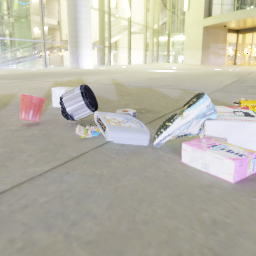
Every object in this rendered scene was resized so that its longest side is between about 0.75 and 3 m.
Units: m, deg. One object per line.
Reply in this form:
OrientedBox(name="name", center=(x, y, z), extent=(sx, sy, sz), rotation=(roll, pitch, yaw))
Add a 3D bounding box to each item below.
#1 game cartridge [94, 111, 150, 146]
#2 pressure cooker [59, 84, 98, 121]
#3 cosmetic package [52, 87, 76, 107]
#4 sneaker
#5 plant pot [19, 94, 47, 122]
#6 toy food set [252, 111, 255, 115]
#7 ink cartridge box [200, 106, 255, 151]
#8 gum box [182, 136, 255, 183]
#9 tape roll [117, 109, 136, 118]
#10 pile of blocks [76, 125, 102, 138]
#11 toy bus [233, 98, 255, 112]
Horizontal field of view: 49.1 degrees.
OrientedBox(name="game cartridge", center=(-0.211, -0.042, 10.027), extent=(1.628, 0.508, 2.445), rotation=(2, 18, -19))
OrientedBox(name="pressure cooker", center=(-2.189, -1.035, 11.921), extent=(1.505, 1.344, 1.323), rotation=(-23, 1, 14))
OrientedBox(name="cosmetic package", center=(-3.165, -1.684, 15.404), extent=(1.923, 1.085, 0.780), rotation=(7, 17, 17))
OrientedBox(name="sneaker", center=(1.767, -0.015, 8.709), extent=(2.284, 0.986, 0.887), rotation=(-41, 11, 19))
OrientedBox(name="plant pot", center=(-4.077, -0.815, 11.822), extent=(1.072, 1.043, 1.072), rotation=(10, -3, 0))
OrientedBox(name="toy food set", center=(5.364, -0.583, 12.289), extent=(1.814, 0.592, 1.067), rotation=(7, 17, 23))
OrientedBox(name="ink cartridge box", center=(3.390, -0.032, 9.506), extent=(1.777, 1.010, 2.438), rotation=(3, 16, 10))
OrientedBox(name="gum box", center=(2.348, 0.756, 7.442), extent=(1.003, 0.585, 1.768), rotation=(-12, 20, -34))
OrientedBox(name="tape roll", center=(-0.076, -0.656, 13.102), extent=(0.927, 0.306, 0.927), rotation=(0, 16, 0))
OrientedBox(name="pile of blocks", center=(-1.404, 0.187, 10.165), extent=(1.167, 0.479, 0.363), rotation=(-1, -30, -38))
OrientedBox(name="toy bus", center=(5.717, -1.102, 13.898), extent=(1.433, 0.741, 1.353), rotation=(-10, 18, -34))
